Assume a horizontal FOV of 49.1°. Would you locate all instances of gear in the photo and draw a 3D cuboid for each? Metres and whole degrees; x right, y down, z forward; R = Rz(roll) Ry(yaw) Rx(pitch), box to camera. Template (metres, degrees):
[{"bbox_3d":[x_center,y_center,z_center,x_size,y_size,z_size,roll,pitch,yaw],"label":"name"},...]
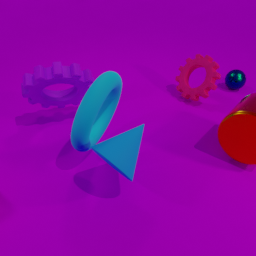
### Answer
[{"bbox_3d":[2.205,-1.611,8.943,0.270,1.459,1.459,14,19,-46],"label":"gear"},{"bbox_3d":[-1.863,-1.102,7.602,1.905,1.905,0.352,-8,71,-10],"label":"gear"}]

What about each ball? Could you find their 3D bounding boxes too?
[{"bbox_3d":[3.707,-1.670,9.664,0.701,0.701,0.701,0,37,0],"label":"ball"}]

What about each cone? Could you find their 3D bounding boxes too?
[{"bbox_3d":[-0.002,0.326,5.707,1.077,1.077,1.081,32,77,36],"label":"cone"}]

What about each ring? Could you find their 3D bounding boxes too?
[{"bbox_3d":[-0.688,-0.362,6.407,0.395,1.973,1.973,26,41,7],"label":"ring"}]

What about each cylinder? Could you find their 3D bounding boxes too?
[{"bbox_3d":[3.063,-0.017,6.766,1.358,1.358,1.358,24,39,29],"label":"cylinder"}]
